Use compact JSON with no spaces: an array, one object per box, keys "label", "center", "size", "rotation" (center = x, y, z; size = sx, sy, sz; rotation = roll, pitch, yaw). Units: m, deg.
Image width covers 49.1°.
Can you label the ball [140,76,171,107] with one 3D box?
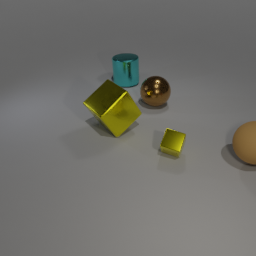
[{"label":"ball","center":[1.247,-1.669,12.743],"size":[1.400,1.400,1.400],"rotation":[0,33,0]}]

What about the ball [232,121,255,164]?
[{"label":"ball","center":[4.100,0.469,9.001],"size":[1.400,1.400,1.400],"rotation":[0,33,0]}]

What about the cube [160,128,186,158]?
[{"label":"cube","center":[1.571,0.524,9.731],"size":[0.700,0.700,0.700],"rotation":[18,72,17]}]

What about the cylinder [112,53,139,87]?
[{"label":"cylinder","center":[-0.112,-3.093,14.881],"size":[1.400,1.400,1.400],"rotation":[-2,31,1]}]

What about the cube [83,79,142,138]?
[{"label":"cube","center":[-0.599,-0.768,10.914],"size":[1.400,1.400,1.400],"rotation":[-45,46,-7]}]
